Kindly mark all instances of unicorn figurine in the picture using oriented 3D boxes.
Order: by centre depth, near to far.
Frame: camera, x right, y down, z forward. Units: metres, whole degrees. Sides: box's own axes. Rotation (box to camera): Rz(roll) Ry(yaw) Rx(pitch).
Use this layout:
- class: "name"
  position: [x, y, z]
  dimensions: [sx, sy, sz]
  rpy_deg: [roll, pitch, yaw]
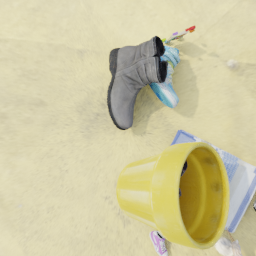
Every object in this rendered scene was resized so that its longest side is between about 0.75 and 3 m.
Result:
- class: "unicorn figurine"
  position: [2.955, 3.898, 7.411]
  dimensions: [1.333, 0.717, 1.940]
  rpy_deg: [39, 66, -25]

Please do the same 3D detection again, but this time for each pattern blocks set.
- class: "pattern blocks set"
  position: [1.478, -2.731, 8.318]
  dimensions: [1.068, 1.215, 0.098]
  rpy_deg: [-17, 97, 9]

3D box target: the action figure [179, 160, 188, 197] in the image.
- class: "action figure"
  position: [0.952, 1.350, 7.051]
  dimensions: [0.974, 1.498, 0.519]
  rpy_deg: [13, 42, -5]

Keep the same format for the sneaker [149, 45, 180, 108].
- class: "sneaker"
  position: [1.195, -1.647, 8.250]
  dimensions: [1.318, 0.803, 2.019]
  rpy_deg: [-31, 73, -6]

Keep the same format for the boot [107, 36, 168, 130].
- class: "boot"
  position: [0.278, -1.185, 7.689]
  dimensions: [1.633, 0.866, 2.481]
  rpy_deg: [-2, 93, 36]

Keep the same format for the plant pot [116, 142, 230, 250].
- class: "plant pot"
  position: [0.952, 1.542, 6.772]
  dimensions: [2.150, 2.286, 2.286]
  rpy_deg: [-9, 78, 43]

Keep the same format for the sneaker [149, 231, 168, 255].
- class: "sneaker"
  position: [0.927, 3.221, 7.759]
  dimensions: [0.287, 0.451, 0.792]
  rpy_deg: [-28, 83, -39]

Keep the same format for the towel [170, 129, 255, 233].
- class: "towel"
  position: [2.267, 1.494, 8.133]
  dimensions: [2.782, 0.331, 2.043]
  rpy_deg: [28, 84, 6]

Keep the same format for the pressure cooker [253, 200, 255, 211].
- class: "pressure cooker"
  position: [3.912, 1.928, 7.428]
  dimensions: [0.851, 0.865, 0.968]
  rpy_deg: [19, 113, -8]
